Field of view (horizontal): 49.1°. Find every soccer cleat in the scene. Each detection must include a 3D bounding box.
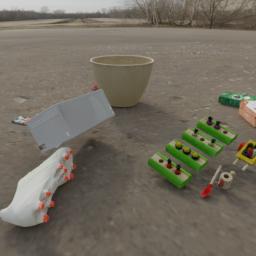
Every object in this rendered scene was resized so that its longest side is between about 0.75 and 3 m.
[{"bbox_3d":[-2.171,1.314,7.167,1.083,0.968,2.792,0,27,10],"label":"soccer cleat"}]

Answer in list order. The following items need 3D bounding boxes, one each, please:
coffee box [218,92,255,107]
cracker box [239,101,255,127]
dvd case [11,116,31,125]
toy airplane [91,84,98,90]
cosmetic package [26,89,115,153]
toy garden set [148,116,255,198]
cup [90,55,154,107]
[{"bbox_3d":[5.309,-1.323,13.389,1.701,0.374,1.046,17,30,31],"label":"coffee box"},{"bbox_3d":[5.968,-0.630,11.604,2.186,0.631,1.464,-3,25,-4],"label":"cracker box"},{"bbox_3d":[-4.341,-0.302,11.562,0.757,0.083,0.552,12,27,21],"label":"dvd case"},{"bbox_3d":[-1.075,-2.266,15.432,1.907,0.351,1.907,0,25,0],"label":"toy airplane"},{"bbox_3d":[-1.699,-0.297,8.936,1.427,1.205,2.672,-25,2,26],"label":"cosmetic package"},{"bbox_3d":[2.327,0.733,7.908,2.741,0.547,2.285,-33,50,-29],"label":"toy garden set"},{"bbox_3d":[-0.269,-2.180,13.153,2.901,2.075,2.901,0,23,0],"label":"cup"}]
